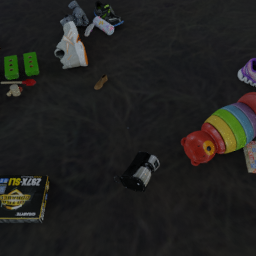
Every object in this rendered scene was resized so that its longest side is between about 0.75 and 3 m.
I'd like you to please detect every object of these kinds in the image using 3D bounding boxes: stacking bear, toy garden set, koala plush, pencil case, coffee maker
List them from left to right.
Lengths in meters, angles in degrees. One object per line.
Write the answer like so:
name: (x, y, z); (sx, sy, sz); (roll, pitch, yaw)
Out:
toy garden set: (-4.745, -1.791, 10.690); (2.719, 0.543, 2.266); (-13, 53, -11)
koala plush: (-2.519, -4.948, 12.886); (1.179, 1.084, 1.046); (-35, 60, 2)
pencil case: (-1.126, -4.699, 12.875); (1.088, 0.494, 0.452); (41, 93, 27)
coffee maker: (0.260, 1.151, 7.758); (0.973, 0.682, 1.013); (22, 46, 18)
stacking bear: (2.925, 0.175, 8.670); (2.600, 1.579, 1.478); (-29, 13, -8)

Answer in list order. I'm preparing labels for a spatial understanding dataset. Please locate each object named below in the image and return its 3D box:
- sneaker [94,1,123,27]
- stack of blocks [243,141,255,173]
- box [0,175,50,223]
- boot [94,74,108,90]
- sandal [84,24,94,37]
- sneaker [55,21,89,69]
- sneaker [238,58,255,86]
sneaker: (-0.980, -5.368, 13.154); (0.681, 0.796, 1.920); (-35, 60, -21)
stack of blocks: (4.026, 0.902, 8.790); (0.582, 0.296, 1.010); (4, 53, 3)
box: (-3.138, 1.987, 7.927); (1.626, 0.401, 1.299); (1, 52, 1)
boot: (-1.060, -1.788, 10.809); (0.281, 0.288, 0.763); (26, 59, 16)
sandal: (-1.781, -4.480, 12.891); (0.316, 0.191, 0.778); (14, 66, 29)
sneaker: (-2.542, -3.497, 11.693); (1.207, 0.993, 2.624); (-18, 54, -8)
sneaker: (5.239, -1.866, 10.439); (2.215, 0.979, 0.891); (38, 61, 23)
